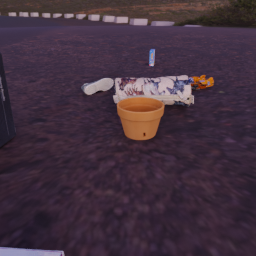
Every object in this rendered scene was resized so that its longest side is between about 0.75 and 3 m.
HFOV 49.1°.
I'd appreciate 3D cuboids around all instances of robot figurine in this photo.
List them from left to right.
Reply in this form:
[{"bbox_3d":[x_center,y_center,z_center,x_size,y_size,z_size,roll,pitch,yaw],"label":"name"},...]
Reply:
[{"bbox_3d":[2.676,-1.850,11.388,1.450,0.422,1.052,-10,24,-21],"label":"robot figurine"}]

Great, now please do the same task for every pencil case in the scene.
[{"bbox_3d":[0.784,-1.138,8.968,2.561,0.996,1.145,-3,20,-5],"label":"pencil case"}]

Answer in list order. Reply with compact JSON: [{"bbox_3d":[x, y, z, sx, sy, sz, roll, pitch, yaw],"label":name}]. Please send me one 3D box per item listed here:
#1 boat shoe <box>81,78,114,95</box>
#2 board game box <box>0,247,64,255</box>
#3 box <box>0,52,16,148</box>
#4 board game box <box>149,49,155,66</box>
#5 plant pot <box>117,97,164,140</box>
[{"bbox_3d":[-1.183,-1.675,10.910,1.389,0.506,0.429,-25,38,-35],"label":"boat shoe"},{"bbox_3d":[-1.694,1.980,2.846,1.682,0.347,1.686,2,24,5],"label":"board game box"},{"bbox_3d":[-3.856,-0.256,5.650,1.543,2.189,2.958,4,23,10],"label":"box"},{"bbox_3d":[1.346,-3.922,15.592,0.228,0.800,0.817,4,25,8],"label":"board game box"},{"bbox_3d":[0.312,-0.230,7.231,1.194,0.836,1.194,1,24,0],"label":"plant pot"}]
